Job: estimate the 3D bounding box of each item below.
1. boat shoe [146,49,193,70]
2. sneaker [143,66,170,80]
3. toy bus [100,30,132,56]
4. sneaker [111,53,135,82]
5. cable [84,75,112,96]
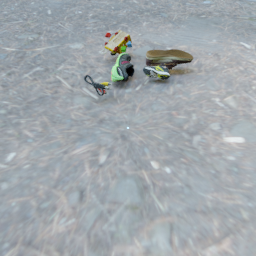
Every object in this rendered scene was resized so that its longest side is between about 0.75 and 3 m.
[{"bbox_3d":[1.441,-2.375,9.885,1.679,0.604,0.606,-2,44,-9],"label":"boat shoe"},{"bbox_3d":[0.956,-1.934,9.534,0.966,0.360,0.409,13,55,-16],"label":"sneaker"},{"bbox_3d":[-0.396,-3.111,10.650,1.186,0.613,1.119,-9,59,11],"label":"toy bus"},{"bbox_3d":[-0.114,-2.054,9.807,0.726,0.665,1.733,13,41,3],"label":"sneaker"},{"bbox_3d":[-0.966,-1.301,8.669,0.978,0.475,0.246,25,8,25],"label":"cable"}]
